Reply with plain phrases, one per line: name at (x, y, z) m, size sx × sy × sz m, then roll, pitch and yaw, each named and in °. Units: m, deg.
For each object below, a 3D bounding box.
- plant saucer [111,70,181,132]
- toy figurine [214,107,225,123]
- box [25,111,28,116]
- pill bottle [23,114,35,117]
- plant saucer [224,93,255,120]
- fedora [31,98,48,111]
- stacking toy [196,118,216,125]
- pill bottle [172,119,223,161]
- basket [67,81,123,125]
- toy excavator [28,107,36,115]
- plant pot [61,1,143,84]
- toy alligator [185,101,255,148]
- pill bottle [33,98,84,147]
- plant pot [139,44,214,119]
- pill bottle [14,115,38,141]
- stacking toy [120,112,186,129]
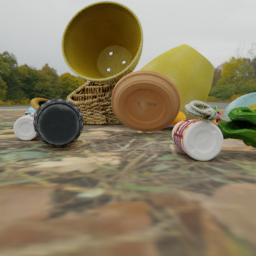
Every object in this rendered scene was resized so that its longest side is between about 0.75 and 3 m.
plant saucer at (0.449, -0.612, 7.243) m, size 1.803 × 1.803 × 0.291 m, roll 1°, pitch 37°, yaw 8°
toy figurine at (3.810, -0.351, 11.143) m, size 0.900 × 0.734 × 0.977 m, roll 14°, pitch -18°, yaw 6°
box at (-3.543, -0.817, 13.447) m, size 2.559 × 0.444 × 1.408 m, roll 3°, pitch 30°, yaw 32°
pill bottle at (-3.523, -0.280, 10.292) m, size 0.432 × 0.432 × 0.788 m, roll 2°, pitch 5°, yaw 22°
plant saucer at (3.619, -0.523, 7.553) m, size 1.929 × 0.371 × 1.929 m, roll -9°, pitch 37°, yaw 7°
fedora at (-2.872, -0.503, 10.215) m, size 1.583 × 0.645 × 1.583 m, roll 26°, pitch 17°, yaw -9°
stacking toy at (2.940, -0.347, 10.359) m, size 0.729 × 0.771 × 1.328 m, roll -5°, pitch 17°, yaw -8°
pill bottle at (1.023, 0.146, 4.352) m, size 0.566 × 0.566 × 0.991 m, roll 0°, pitch 4°, yaw -4°
basket at (-1.319, -1.243, 11.781) m, size 2.019 × 2.108 × 2.829 m, roll -5°, pitch 7°, yaw -43°
toy excavator at (-4.096, -0.539, 12.089) m, size 0.552 × 1.075 × 1.106 m, roll 0°, pitch -23°, yaw -11°
plant pot at (-0.718, -2.856, 10.599) m, size 2.929 × 2.929 × 2.079 m, roll 1°, pitch -9°, yaw 12°
toy alligator at (2.033, 0.051, 4.264) m, size 2.674 × 0.642 × 0.886 m, roll 6°, pitch 26°, yaw -12°
pill bottle at (-1.349, -0.122, 5.482) m, size 0.915 × 0.915 × 1.637 m, roll -1°, pitch 5°, yaw -14°
plant pot at (1.754, -1.633, 9.224) m, size 2.540 × 1.803 × 2.540 m, roll 38°, pitch 11°, yaw -9°
pill bottle at (-2.264, -0.021, 6.537) m, size 0.537 × 0.537 × 0.941 m, roll 0°, pitch 5°, yaw -6°
stacking toy at (0.921, -0.567, 8.953) m, size 1.674 × 1.583 × 2.885 m, roll -14°, pitch 23°, yaw -22°
